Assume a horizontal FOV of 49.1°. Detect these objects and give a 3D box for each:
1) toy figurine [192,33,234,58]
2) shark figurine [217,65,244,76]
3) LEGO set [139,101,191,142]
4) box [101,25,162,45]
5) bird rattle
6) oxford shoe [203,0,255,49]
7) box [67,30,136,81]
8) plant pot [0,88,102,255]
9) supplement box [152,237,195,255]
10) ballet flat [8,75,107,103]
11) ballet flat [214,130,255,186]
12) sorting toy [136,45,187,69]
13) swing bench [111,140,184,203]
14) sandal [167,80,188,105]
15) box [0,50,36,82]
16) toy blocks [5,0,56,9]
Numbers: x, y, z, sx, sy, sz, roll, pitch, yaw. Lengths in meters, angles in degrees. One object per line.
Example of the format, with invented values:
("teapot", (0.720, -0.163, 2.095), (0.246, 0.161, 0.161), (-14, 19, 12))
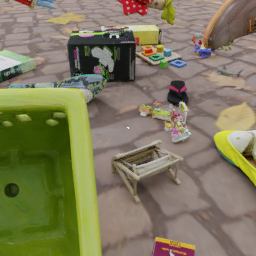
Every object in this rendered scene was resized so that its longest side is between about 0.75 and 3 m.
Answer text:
("toy figurine", (3.575, -3.388, 12.251), (1.783, 0.941, 1.068), (13, 65, 23))
("shark figurine", (3.744, -2.171, 10.498), (0.968, 0.404, 0.578), (24, 42, 34))
("LEGO set", (1.088, -0.409, 7.604), (0.872, 0.706, 1.897), (-17, 38, -24))
("box", (0.149, -4.527, 13.665), (2.876, 0.721, 1.082), (-3, 35, -6))
("bird rattle", (0.526, -3.804, 8.377), (2.146, 1.209, 1.749), (-12, 41, -26))
("oxford shoe", (3.000, -2.701, 6.682), (2.688, 0.958, 0.980), (-38, 54, -3))
("box", (-0.932, -2.678, 10.297), (2.321, 1.442, 1.724), (-1, 34, -4))
("plant pot", (-1.664, 1.009, 3.586), (2.598, 2.610, 2.369), (-4, -2, -6))
("supplement box", (0.500, 2.263, 3.621), (0.586, 0.755, 1.368), (8, 35, 12))
("ballet flat", (-1.981, -0.851, 8.229), (2.962, 1.099, 1.099), (-11, 36, -13))
("ballet flat", (2.770, 0.621, 5.876), (0.944, 0.947, 2.824), (-7, 35, -10))
("sorting toy", (1.297, -3.214, 12.022), (1.590, 0.385, 2.823), (-17, 37, -23))
("swing bench", (0.362, 0.783, 5.848), (1.105, 0.721, 1.111), (-19, 38, -25))
("sandal", (1.621, -1.278, 9.160), (0.660, 0.396, 1.758), (3, 34, 5))
("box", (-5.083, -2.237, 10.549), (1.833, 0.462, 2.540), (22, 41, 29))
("toy blocks", (-2.232, -3.267, 5.919), (1.567, 1.306, 0.569), (4, 30, -33))
